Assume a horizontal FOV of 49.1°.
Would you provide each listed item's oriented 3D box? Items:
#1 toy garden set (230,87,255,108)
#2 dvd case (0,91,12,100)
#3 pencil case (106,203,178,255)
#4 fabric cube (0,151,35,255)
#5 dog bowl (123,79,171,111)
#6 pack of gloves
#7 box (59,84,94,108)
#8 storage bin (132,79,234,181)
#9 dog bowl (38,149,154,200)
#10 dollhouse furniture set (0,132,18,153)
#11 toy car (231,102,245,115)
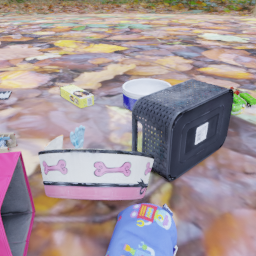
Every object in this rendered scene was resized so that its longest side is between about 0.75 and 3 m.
[{"bbox_3d":[4.107,-1.211,11.863,2.027,0.404,1.689,-5,30,-9],"label":"toy garden set"},{"bbox_3d":[-5.676,-1.469,12.614,0.684,0.113,0.910,-5,28,-10],"label":"dvd case"},{"bbox_3d":[0.128,2.390,4.215,1.212,1.089,2.792,21,30,3],"label":"pencil case"},{"bbox_3d":[-2.801,1.600,5.071,1.707,1.680,1.712,-4,29,-7],"label":"fabric cube"},{"bbox_3d":[0.790,-1.378,11.694,2.032,0.800,2.032,0,28,0],"label":"dog bowl"},{"bbox_3d":[-1.477,0.711,7.012,0.300,1.521,1.277,32,46,21],"label":"pack of gloves"},{"bbox_3d":[-2.240,-1.408,12.123,0.697,0.464,1.852,-21,33,-35],"label":"box"},{"bbox_3d":[1.588,-0.071,7.941,2.903,1.963,1.361,-24,36,-38],"label":"storage bin"},{"bbox_3d":[-0.667,1.007,5.936,2.445,0.902,2.445,1,-10,0],"label":"dog bowl"},{"bbox_3d":[-3.879,0.197,8.034,0.985,1.405,0.991,-4,28,-8],"label":"dollhouse furniture set"},{"bbox_3d":[3.574,-0.587,9.873,1.653,0.369,1.555,-13,-4,-2],"label":"toy car"}]
